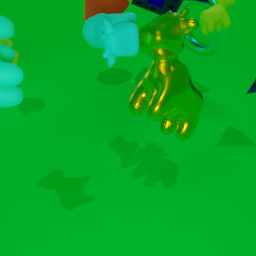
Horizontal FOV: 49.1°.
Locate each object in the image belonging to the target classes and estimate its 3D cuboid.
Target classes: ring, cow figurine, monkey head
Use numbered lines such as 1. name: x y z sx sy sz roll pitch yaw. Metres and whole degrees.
1. ring: 2.242 -3.134 8.542 0.407 2.036 2.036 -37 47 -21
2. cow figurine: 2.056 -2.743 6.533 0.953 0.937 0.523 -19 8 -15
3. monkey head: -3.494 -1.853 7.310 0.923 1.532 1.102 -24 4 33
4. cow figurine: 0.649 -0.779 4.080 0.867 1.580 1.554 21 82 53
5. cow figurine: -1.650 -0.691 2.500 1.233 0.688 1.253 -8 62 -25
6. cow figurine: -0.275 -1.294 3.921 1.102 0.605 1.084 14 35 29

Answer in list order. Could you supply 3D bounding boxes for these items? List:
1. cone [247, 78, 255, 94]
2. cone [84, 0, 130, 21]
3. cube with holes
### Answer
1. cone: 2.759 -0.945 5.493 0.984 0.980 0.980 -33 38 5
2. cone: -0.879 -4.126 8.132 1.493 1.498 1.493 -12 45 12
3. cube with holes: 0.967 -4.002 7.571 1.279 1.279 1.279 20 -5 -5
